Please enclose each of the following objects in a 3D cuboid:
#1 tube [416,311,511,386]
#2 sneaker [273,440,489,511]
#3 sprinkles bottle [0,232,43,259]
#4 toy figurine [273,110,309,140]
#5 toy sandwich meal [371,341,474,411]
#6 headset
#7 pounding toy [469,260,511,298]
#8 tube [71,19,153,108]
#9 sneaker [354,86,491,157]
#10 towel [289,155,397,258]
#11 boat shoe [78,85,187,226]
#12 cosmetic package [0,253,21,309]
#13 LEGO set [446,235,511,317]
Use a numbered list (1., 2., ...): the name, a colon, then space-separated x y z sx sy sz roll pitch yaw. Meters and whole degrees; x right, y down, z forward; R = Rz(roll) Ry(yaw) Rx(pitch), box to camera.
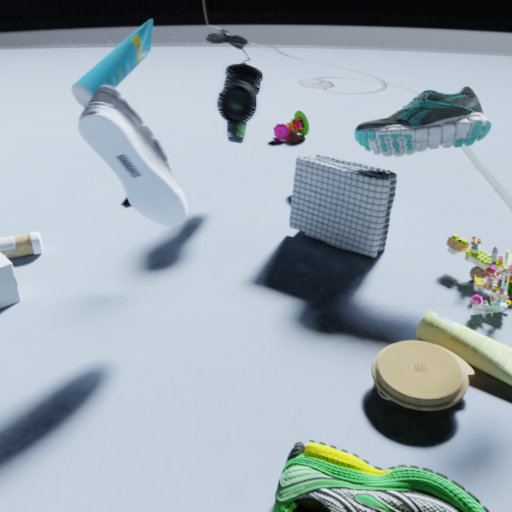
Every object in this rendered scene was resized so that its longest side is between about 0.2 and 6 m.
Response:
1. tube: 3.466 1.493 8.691 1.965 0.570 0.510 26 -7 34
2. sneaker: 1.330 2.836 5.935 2.429 0.948 1.035 4 35 26
3. sprinkles bottle: -5.174 -0.162 11.622 1.367 0.466 0.466 -11 31 -20
4. toy figurine: 1.037 -4.331 19.024 1.096 0.894 1.191 -23 14 -20
5. toy sandwich meal: 2.377 1.783 8.137 1.488 0.510 1.488 -3 33 2
6. headset: -0.562 -3.970 13.296 1.297 2.761 1.705 9 54 1
7. pounding toy: 4.947 0.237 10.702 1.420 0.659 1.096 22 35 33
8. tube: -2.374 -3.289 9.649 0.490 0.753 1.945 34 60 -1
9. sneaker: 3.245 -2.724 11.186 2.580 1.001 1.177 -4 68 8
10. towel: 1.839 -1.136 12.022 2.184 1.808 0.935 21 32 30
11. boat shoe: -1.791 -1.509 8.796 0.917 2.557 0.867 -9 50 25
12. cosmetic package: -5.030 0.620 9.840 1.497 0.845 0.607 -24 37 -38
13. LEGO set: 4.233 0.100 10.336 0.982 0.794 2.134 -7 40 7
